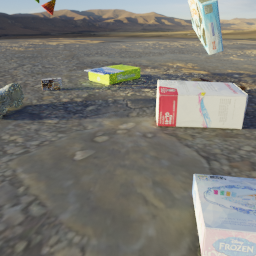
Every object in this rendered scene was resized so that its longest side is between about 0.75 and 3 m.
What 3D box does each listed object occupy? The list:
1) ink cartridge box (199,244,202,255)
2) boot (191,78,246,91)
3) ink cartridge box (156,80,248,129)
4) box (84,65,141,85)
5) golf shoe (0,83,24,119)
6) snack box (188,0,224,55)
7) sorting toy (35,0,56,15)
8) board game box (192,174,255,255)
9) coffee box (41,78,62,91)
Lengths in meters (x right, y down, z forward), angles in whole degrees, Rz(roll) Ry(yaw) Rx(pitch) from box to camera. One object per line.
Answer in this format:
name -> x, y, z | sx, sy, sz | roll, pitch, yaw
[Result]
ink cartridge box -> 1.829, 1.778, 3.586 | 1.653, 0.307, 0.783 | -1, 17, -3
boot -> 4.002, -1.939, 12.535 | 1.897, 0.650, 1.786 | -17, 27, -37
ink cartridge box -> 2.228, -0.813, 9.065 | 2.588, 1.108, 1.910 | 4, 22, 5
box -> -0.778, -2.838, 14.770 | 1.616, 0.632, 2.650 | 20, 29, 40
golf shoe -> -4.610, -1.012, 9.936 | 1.168, 0.940, 2.402 | -2, 20, 10
snack box -> 2.469, -3.673, 9.181 | 0.498, 1.561, 2.686 | -14, 35, 10
sorting toy -> -2.181, -3.269, 6.875 | 1.058, 0.364, 0.367 | 40, 6, -11
board game box -> 2.080, 1.284, 4.184 | 2.080, 0.451, 2.069 | 3, 8, 10
coffee box -> -3.529, -2.034, 12.947 | 0.882, 0.504, 0.351 | -7, 23, -19
